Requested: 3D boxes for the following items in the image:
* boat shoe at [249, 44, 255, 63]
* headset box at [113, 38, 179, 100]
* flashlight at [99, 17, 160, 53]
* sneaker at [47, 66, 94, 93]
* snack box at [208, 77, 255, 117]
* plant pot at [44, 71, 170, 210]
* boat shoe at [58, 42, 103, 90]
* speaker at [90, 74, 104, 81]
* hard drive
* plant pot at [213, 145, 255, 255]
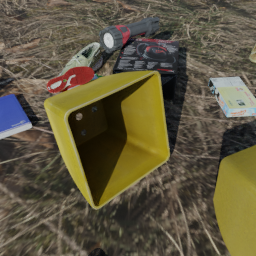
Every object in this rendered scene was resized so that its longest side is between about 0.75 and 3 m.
[{"bbox_3d":[5.579,-3.297,11.950,0.629,0.538,1.715,13,42,15],"label":"boat shoe"},{"bbox_3d":[0.765,-2.360,10.431,2.163,1.091,2.910,6,41,6],"label":"headset box"},{"bbox_3d":[0.112,-3.594,10.691,0.909,0.912,2.684,20,36,35],"label":"flashlight"},{"bbox_3d":[-1.475,-1.255,7.291,1.239,0.485,0.716,-18,7,-5],"label":"sneaker"},{"bbox_3d":[3.587,-1.102,9.545,1.109,0.354,1.909,-3,41,-4],"label":"snack box"},{"bbox_3d":[-0.695,-0.014,6.908,2.446,2.446,2.158,-30,33,-30],"label":"plant pot"},{"bbox_3d":[-1.859,-2.346,10.576,1.030,0.888,2.862,14,43,16],"label":"boat shoe"},{"bbox_3d":[-0.415,-1.228,8.937,1.811,0.801,0.801,9,40,-10],"label":"speaker"},{"bbox_3d":[-3.912,-0.389,8.813,1.207,0.232,1.829,-23,46,-24],"label":"hard drive"},{"bbox_3d":[2.924,1.485,5.241,2.261,2.246,2.313,-17,38,-18],"label":"plant pot"}]
